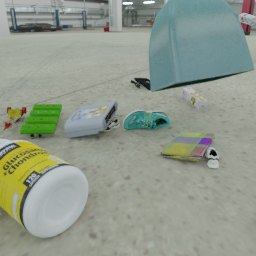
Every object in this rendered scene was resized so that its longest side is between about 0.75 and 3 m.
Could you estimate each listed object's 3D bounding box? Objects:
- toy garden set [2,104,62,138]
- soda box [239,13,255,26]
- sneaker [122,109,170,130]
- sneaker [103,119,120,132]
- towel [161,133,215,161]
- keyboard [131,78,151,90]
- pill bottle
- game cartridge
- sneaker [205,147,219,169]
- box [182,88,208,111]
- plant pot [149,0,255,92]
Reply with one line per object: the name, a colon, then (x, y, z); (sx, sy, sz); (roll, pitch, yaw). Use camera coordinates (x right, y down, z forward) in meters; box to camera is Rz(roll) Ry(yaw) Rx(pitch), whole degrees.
toy garden set: (-3.681, -0.244, 10.558); (2.110, 0.505, 2.531); (-1, 24, -6)
soda box: (4.681, -4.263, 10.958); (0.258, 0.276, 0.810); (-24, 36, -5)
sneaker: (0.698, -0.267, 10.357); (1.863, 0.722, 0.742); (-9, 34, -20)
sneaker: (-0.666, -0.109, 10.370); (0.800, 0.351, 0.303); (-22, 33, -37)
towel: (1.919, 0.554, 8.835); (1.294, 0.205, 1.801); (1, 21, 31)
keyboard: (0.880, -2.535, 16.051); (1.481, 0.240, 2.330); (-2, 22, -20)
pill bottle: (-2.230, 1.120, 6.150); (2.637, 1.477, 1.477); (19, 30, 37)
game cartridge: (-1.382, -0.378, 10.480); (1.621, 0.505, 2.434); (-5, 23, 12)
sneaker: (2.520, 0.776, 8.272); (0.391, 0.424, 1.060); (2, 22, 8)
box: (3.111, -1.394, 13.171); (0.466, 0.436, 2.251); (-3, 24, -6)
plant pot: (2.029, -2.715, 8.910); (2.518, 2.572, 2.525); (-11, 4, -11)
